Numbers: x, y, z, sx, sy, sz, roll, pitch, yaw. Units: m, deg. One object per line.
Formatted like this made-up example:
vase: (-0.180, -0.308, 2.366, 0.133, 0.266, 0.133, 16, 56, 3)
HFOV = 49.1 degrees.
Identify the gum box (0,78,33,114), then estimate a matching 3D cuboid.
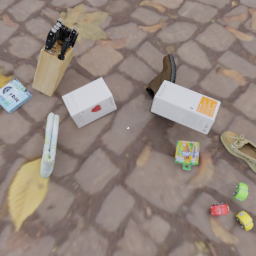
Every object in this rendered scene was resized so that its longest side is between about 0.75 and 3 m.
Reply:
gum box: (-3.568, -0.991, 8.661, 0.759, 0.199, 0.893, 43, 67, 8)

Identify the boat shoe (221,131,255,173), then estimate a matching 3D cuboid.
boat shoe: (3.261, 0.590, 7.630, 0.592, 0.506, 1.615, -37, 62, -19)

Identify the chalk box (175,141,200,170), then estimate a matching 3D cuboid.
chalk box: (1.564, 0.737, 7.412, 0.472, 0.470, 0.759, 5, 91, 39)

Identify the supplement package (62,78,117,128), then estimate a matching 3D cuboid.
supplement package: (-1.102, -0.729, 8.163, 1.283, 0.778, 0.768, -28, 63, -5)

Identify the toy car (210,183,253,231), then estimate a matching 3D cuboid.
toy car: (2.684, 1.834, 6.846, 1.117, 0.249, 1.051, 25, 78, 2)

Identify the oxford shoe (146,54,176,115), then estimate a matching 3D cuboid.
oxford shoe: (1.019, -1.398, 8.587, 0.899, 0.774, 2.130, 7, 66, 8)

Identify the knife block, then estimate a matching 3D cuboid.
knife block: (-2.128, -1.939, 7.944, 0.675, 1.852, 2.109, 28, 95, -8)

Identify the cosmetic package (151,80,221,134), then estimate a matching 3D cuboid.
cosmetic package: (1.540, -0.577, 7.524, 1.630, 0.581, 0.827, 23, 50, 10)

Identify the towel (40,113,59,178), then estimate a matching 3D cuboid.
towel: (-2.053, 0.461, 7.326, 0.337, 1.199, 1.401, 6, 59, -15)
